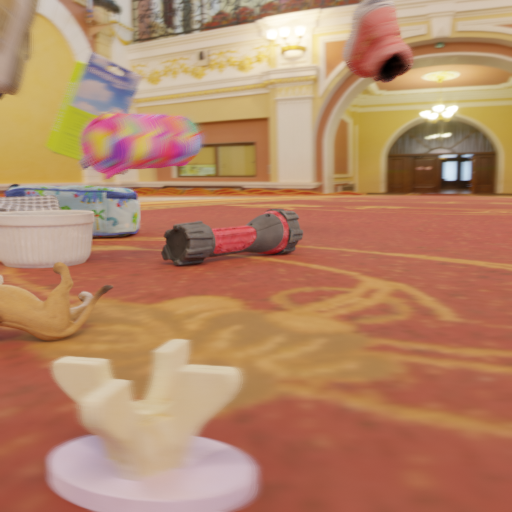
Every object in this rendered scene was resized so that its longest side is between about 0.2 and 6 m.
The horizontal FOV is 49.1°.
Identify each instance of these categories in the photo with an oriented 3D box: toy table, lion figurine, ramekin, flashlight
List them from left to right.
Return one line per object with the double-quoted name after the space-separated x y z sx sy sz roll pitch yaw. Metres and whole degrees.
-1.783 0.396 4.161 1.311 0.475 0.803 5 38 -8 "lion figurine"
-3.064 -0.262 8.126 1.417 0.744 1.417 -1 7 0 "ramekin"
-0.425 0.659 2.214 0.832 0.487 0.765 0 7 4 "toy table"
-0.276 -0.299 8.430 0.766 0.763 2.255 22 20 41 "flashlight"

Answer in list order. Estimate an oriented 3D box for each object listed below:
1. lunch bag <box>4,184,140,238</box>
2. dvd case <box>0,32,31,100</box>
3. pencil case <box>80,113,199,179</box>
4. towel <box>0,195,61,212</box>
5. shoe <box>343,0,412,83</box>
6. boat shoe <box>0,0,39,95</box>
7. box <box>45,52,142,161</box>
-3.976 -0.990 12.332 2.741 1.130 2.203 0 5 -6 "lunch bag"
-4.679 -3.234 10.284 0.144 1.808 1.345 32 -14 -17 "dvd case"
-1.552 -1.538 7.756 0.825 0.825 1.868 4 16 28 "pencil case"
-4.386 -0.558 9.666 2.155 0.922 1.784 -3 9 -21 "towel"
2.297 -3.745 10.710 0.907 1.154 2.538 -17 -9 4 "shoe"
-3.406 -3.243 7.437 0.710 2.077 0.776 0 19 -45 "boat shoe"
-3.001 -2.680 10.369 1.157 1.898 0.452 13 15 -48 "box"
